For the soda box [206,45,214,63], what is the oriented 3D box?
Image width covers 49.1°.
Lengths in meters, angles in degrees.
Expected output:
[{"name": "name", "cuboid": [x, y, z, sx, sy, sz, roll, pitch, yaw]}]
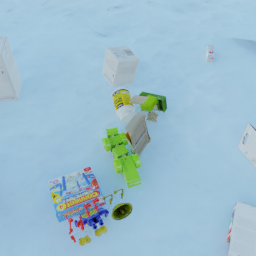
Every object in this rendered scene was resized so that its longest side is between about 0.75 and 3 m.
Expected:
[{"name": "soda box", "cuboid": [4.215, -3.816, 14.330, 0.338, 0.361, 1.061, 9, 50, 8]}]

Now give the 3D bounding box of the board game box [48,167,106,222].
[{"name": "board game box", "cuboid": [-1.654, 2.047, 8.890, 1.502, 0.420, 1.470, -18, 36, -16]}]

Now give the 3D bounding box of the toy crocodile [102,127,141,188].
[{"name": "toy crocodile", "cuboid": [-0.243, 0.962, 9.937, 0.877, 0.802, 2.599, -18, 56, -17]}]

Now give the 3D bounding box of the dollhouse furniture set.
[{"name": "dollhouse furniture set", "cuboid": [0.403, -0.308, 10.682, 1.121, 1.451, 2.903, 13, 47, 29]}]

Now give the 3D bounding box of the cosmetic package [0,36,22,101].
[{"name": "cosmetic package", "cuboid": [-5.999, -2.358, 11.709, 2.346, 2.353, 1.447, -5, 49, -4]}]

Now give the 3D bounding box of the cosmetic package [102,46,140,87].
[{"name": "cosmetic package", "cuboid": [-0.343, -2.774, 12.583, 1.133, 1.362, 1.139, -15, 52, -29]}]

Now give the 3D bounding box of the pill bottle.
[{"name": "pill bottle", "cuboid": [-0.167, -0.900, 11.178, 0.742, 0.742, 1.319, -11, 60, -10]}]

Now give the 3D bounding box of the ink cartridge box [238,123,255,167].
[{"name": "ink cartridge box", "cuboid": [4.913, 1.036, 9.357, 0.651, 1.408, 2.584, -19, 51, -16]}]

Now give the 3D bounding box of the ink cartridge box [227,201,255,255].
[{"name": "ink cartridge box", "cuboid": [3.467, 3.142, 8.151, 0.996, 0.460, 1.828, 18, 52, 15]}]

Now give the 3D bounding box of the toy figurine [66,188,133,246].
[{"name": "toy figurine", "cuboid": [-0.992, 2.475, 8.392, 1.958, 1.033, 1.173, -25, 10, -22]}]
